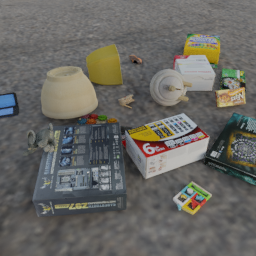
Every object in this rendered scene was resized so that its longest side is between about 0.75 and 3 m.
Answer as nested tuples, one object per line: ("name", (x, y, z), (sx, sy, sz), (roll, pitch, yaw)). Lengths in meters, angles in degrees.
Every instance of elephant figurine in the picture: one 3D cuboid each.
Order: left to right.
("elephant figurine", (-2.540, 0.343, 7.819), (0.976, 0.690, 0.757), (3, 47, 25))

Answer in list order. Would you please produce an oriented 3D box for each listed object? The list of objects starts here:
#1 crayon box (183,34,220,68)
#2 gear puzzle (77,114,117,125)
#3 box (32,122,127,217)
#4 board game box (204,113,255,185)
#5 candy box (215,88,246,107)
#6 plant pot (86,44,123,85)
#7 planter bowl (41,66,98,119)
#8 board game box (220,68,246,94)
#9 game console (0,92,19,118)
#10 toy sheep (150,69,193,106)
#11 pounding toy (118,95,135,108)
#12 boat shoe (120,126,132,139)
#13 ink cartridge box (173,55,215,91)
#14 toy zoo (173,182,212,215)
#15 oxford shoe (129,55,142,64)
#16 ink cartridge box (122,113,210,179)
("crayon box", (3.906, -4.159, 14.840), (1.782, 0.731, 2.834), (8, 39, 11))
("gear puzzle", (-1.113, -0.300, 10.266), (1.462, 0.191, 0.757), (6, 38, 7))
("box", (-1.259, 1.014, 7.928), (2.291, 0.741, 2.906), (-3, 38, -4))
("board game box", (3.862, 0.589, 8.946), (1.910, 0.398, 2.824), (22, 43, 26))
("candy box", (4.022, -1.202, 11.006), (1.113, 0.642, 0.308), (-8, 6, -9))
("plant pot", (-1.105, -2.748, 12.568), (1.440, 1.407, 1.398), (-11, 38, -4))
("planter bowl", (-2.279, -1.457, 10.508), (2.140, 1.440, 2.140), (-3, 29, 2))
("board game box", (4.736, -2.123, 12.621), (1.057, 0.237, 2.018), (9, 38, 15))
("game console", (-4.724, -0.856, 10.676), (0.984, 0.582, 0.840), (-12, 38, -13))
("toy sheep", (1.586, -1.551, 10.818), (1.553, 1.553, 2.252), (-2, 4, -3))
("pounding toy", (-0.074, -0.997, 11.165), (0.475, 0.476, 0.830), (-7, 17, 39))
("boat shoe", (-0.504, 0.090, 9.577), (1.457, 0.413, 0.500), (-4, 38, -5))
("ink cartridge box", (2.900, -2.495, 12.585), (1.468, 0.834, 2.015), (0, 38, 0))
("toy zoo", (1.677, 1.896, 7.488), (1.003, 0.103, 0.658), (-31, 48, -34))
("oxford shoe", (0.307, -3.512, 14.374), (0.823, 0.294, 0.300), (30, 51, 32))
("ink cartridge box", (1.064, 0.370, 8.816), (2.142, 0.898, 1.880), (-16, 40, -19))
